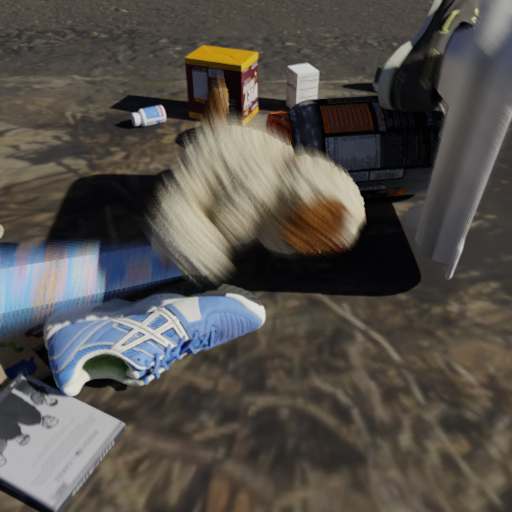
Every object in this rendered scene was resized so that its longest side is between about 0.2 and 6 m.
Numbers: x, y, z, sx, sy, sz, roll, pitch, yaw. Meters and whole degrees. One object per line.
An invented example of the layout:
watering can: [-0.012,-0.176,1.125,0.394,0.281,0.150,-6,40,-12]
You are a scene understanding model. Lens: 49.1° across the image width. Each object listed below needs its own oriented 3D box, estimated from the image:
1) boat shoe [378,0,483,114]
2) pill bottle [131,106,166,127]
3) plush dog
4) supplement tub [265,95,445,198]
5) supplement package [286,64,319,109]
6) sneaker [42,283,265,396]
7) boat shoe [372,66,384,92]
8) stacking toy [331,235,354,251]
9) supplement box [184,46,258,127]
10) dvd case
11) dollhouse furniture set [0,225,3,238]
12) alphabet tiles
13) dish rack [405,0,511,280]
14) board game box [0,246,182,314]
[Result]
boat shoe: [2.976,-3.273,8.605,0.865,1.024,2.874,26,71,36]
pill bottle: [-2.312,-2.976,11.993,0.673,0.378,0.378,-18,41,-23]
plush dog: [0.198,-0.650,5.752,1.859,1.737,2.165,18,17,10]
supplement tub: [1.609,-1.799,9.397,2.775,1.700,1.700,-4,38,-5]
supplement package: [1.024,-3.742,12.534,0.542,0.924,0.540,-14,40,-17]
sneaker: [-1.124,0.995,6.515,2.560,0.969,0.986,-10,51,-8]
boat shoe: [3.846,-4.320,13.570,2.026,0.574,0.695,-5,38,-7]
stacking toy: [0.646,-0.680,8.142,1.764,0.753,0.753,33,45,7]
supplement box: [-0.717,-3.674,12.102,1.320,1.339,0.889,14,40,17]
dvd case: [-2.253,1.883,5.796,1.426,0.176,1.072,20,42,18]
dollhouse furniture set: [-4.547,-0.149,6.793,1.694,2.235,2.550,20,64,31]
alphabet tiles: [-3.854,1.249,6.726,2.743,0.104,2.293,-31,48,-34]
dish rack: [2.726,-1.885,6.927,0.828,3.803,3.264,19,60,17]
board game box: [-2.202,0.280,6.148,1.786,0.432,2.361,-10,2,43]
